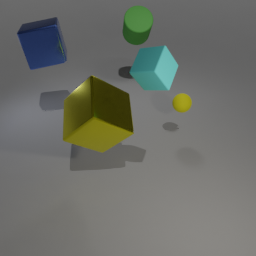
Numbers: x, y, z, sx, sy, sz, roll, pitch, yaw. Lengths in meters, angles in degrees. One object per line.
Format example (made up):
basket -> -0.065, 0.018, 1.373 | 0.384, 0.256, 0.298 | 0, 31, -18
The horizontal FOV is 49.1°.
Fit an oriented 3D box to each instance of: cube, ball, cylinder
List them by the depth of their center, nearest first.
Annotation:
cube -> 0.589, -1.318, 6.266 | 0.700, 0.700, 0.700 | 6, 66, 39
cube -> -0.853, -0.331, 7.850 | 1.400, 1.400, 1.400 | 22, 49, -38
ball -> 1.961, -0.906, 10.169 | 0.700, 0.700, 0.700 | 0, 33, 0
cube -> -3.172, -3.213, 10.591 | 1.400, 1.400, 1.400 | -13, 34, -4
cylinder -> 0.461, -5.057, 13.896 | 1.400, 1.400, 1.400 | -3, -8, -5
